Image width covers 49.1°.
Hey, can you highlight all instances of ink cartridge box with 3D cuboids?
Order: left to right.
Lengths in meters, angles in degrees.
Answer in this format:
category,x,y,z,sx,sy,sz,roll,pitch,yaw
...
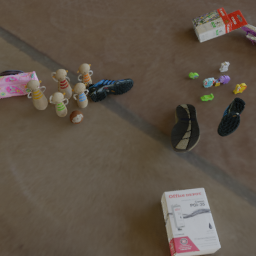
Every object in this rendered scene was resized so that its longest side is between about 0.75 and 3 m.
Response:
category,x,y,z,sx,sy,sz,roll,pitch,yaw
ink cartridge box,1.646,2.560,7.661,1.205,0.681,1.645,-6,55,-4
ink cartridge box,4.051,-4.707,12.439,2.129,0.536,1.160,-18,55,12

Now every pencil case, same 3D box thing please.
category,x,y,z,sx,sy,sz,roll,pitch,yaw
pencil case,-4.316,-1.592,10.469,1.891,0.827,0.827,-10,56,-10

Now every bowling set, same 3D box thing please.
category,x,y,z,sx,sy,sz,roll,pitch,yaw
bowling set,-2.024,-1.168,9.845,2.552,1.370,1.776,-31,60,-20

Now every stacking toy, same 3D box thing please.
category,x,y,z,sx,sy,sz,roll,pitch,yaw
stacking toy,3.438,-1.828,10.890,1.832,0.430,1.381,-14,56,-9

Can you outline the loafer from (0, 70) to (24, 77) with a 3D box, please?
category,x,y,z,sx,sy,sz,roll,pitch,yaw
loafer,-4.844,-1.875,10.914,1.660,0.597,0.523,-6,74,3

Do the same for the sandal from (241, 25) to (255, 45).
category,x,y,z,sx,sy,sz,roll,pitch,yaw
sandal,5.682,-3.881,12.221,2.181,0.888,0.536,46,107,26

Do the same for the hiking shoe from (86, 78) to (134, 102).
category,x,y,z,sx,sy,sz,roll,pitch,yaw
hiking shoe,-0.663,-1.627,10.602,1.762,0.656,0.764,-18,58,-12

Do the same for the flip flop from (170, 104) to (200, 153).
category,x,y,z,sx,sy,sz,roll,pitch,yaw
flip flop,1.918,0.032,9.517,0.942,0.669,2.322,5,40,8

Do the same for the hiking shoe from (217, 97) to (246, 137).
category,x,y,z,sx,sy,sz,roll,pitch,yaw
hiking shoe,2.471,-0.198,6.775,0.418,0.487,1.124,35,69,7
